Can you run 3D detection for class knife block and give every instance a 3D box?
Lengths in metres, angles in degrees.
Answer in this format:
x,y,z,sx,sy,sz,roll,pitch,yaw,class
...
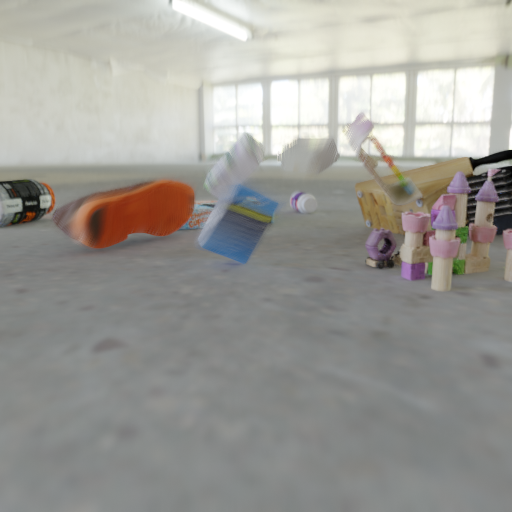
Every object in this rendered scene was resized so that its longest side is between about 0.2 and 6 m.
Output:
x,y,z,sx,sy,sz,roll,pitch,yaw,class
4.176,-1.460,12.105,2.851,1.039,3.248,-28,23,-21,knife block

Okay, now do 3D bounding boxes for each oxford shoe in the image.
x,y,z,sx,sy,sz,roll,pitch,yaw,class
-2.478,-0.975,11.071,1.159,1.134,3.179,16,18,32,oxford shoe

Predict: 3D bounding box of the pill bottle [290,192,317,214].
x,y,z,sx,sy,sz,roll,pitch,yaw,class
1.342,-1.468,15.585,0.548,0.548,0.983,-3,12,-15,pill bottle

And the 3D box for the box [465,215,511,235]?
x,y,z,sx,sy,sz,roll,pitch,yaw,class
5.291,-0.871,12.442,1.075,0.666,1.057,-2,11,-6,box

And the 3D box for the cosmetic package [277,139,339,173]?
x,y,z,sx,sy,sz,roll,pitch,yaw,class
0.965,-1.902,10.557,0.598,0.404,1.137,-35,27,-19,cosmetic package

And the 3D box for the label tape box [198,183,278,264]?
x,y,z,sx,sy,sz,roll,pitch,yaw,class
-0.297,-0.547,9.020,0.832,1.161,0.384,23,14,-25,label tape box

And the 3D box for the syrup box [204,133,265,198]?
x,y,z,sx,sy,sz,roll,pitch,yaw,class
-0.486,-1.961,12.441,0.600,1.473,0.580,33,37,-19,syrup box

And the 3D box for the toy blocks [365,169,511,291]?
x,y,z,sx,sy,sz,roll,pitch,yaw,class
2.867,-0.503,8.484,1.765,1.590,1.889,-5,13,-22,toy blocks

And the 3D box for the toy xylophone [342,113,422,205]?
x,y,z,sx,sy,sz,roll,pitch,yaw,class
2.319,-1.861,10.673,2.063,0.518,1.511,39,22,-41,toy xylophone

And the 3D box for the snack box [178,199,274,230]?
x,y,z,sx,sy,sz,roll,pitch,yaw,class
-1.093,-1.042,13.674,2.687,0.498,1.561,-6,13,-25,snack box

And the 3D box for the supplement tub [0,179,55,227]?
x,y,z,sx,sy,sz,roll,pitch,yaw,class
-5.809,-1.303,13.554,1.061,1.061,1.732,6,14,25,supplement tub
